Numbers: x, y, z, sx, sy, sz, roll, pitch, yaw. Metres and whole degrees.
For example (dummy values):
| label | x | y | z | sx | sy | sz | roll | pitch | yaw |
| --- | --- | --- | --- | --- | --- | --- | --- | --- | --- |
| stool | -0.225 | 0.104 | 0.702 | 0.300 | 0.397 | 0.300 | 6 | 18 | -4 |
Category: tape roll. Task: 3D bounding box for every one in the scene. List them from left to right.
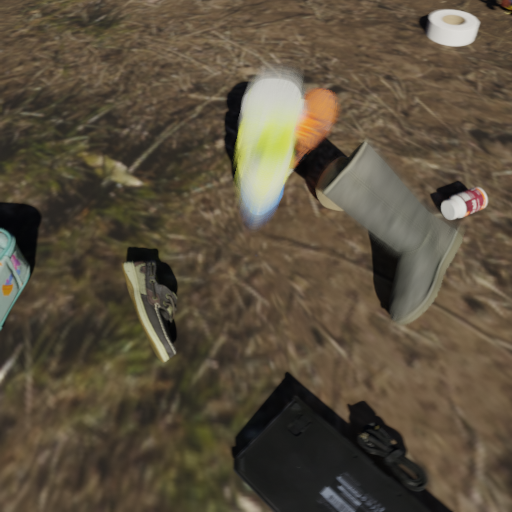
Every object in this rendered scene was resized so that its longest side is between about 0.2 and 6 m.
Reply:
| label | x | y | z | sx | sy | sz | roll | pitch | yaw |
| --- | --- | --- | --- | --- | --- | --- | --- | --- | --- |
| tape roll | 5.861 | -6.829 | 16.755 | 1.417 | 0.496 | 1.417 | 0 | 46 | 0 |

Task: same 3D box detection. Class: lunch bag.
| label | x | y | z | sx | sy | sz | roll | pitch | yaw |
| --- | --- | --- | --- | --- | --- | --- | --- | --- | --- |
| lunch bag | -5.454 | 0.745 | 9.263 | 2.378 | 1.143 | 2.965 | 9 | 48 | 8 |

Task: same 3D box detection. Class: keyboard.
| label | x | y | z | sx | sy | sz | roll | pitch | yaw |
| --- | --- | --- | --- | --- | --- | --- | --- | --- | --- |
| keyboard | 1.393 | 3.227 | 7.494 | 3.178 | 0.408 | 1.908 | 37 | 63 | 28 |

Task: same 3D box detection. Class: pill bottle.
| label | x | y | z | sx | sy | sz | roll | pitch | yaw |
| --- | --- | --- | --- | --- | --- | --- | --- | --- | --- |
| pill bottle | 4.222 | -1.053 | 11.390 | 0.839 | 0.479 | 0.479 | -21 | 51 | -19 |

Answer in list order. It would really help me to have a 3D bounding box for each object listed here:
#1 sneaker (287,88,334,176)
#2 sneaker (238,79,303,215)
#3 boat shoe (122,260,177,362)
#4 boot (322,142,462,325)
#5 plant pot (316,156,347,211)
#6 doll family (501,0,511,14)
| label | x | y | z | sx | sy | sz | roll | pitch | yaw |
| --- | --- | --- | --- | --- | --- | --- | --- | --- | --- |
| sneaker | 0.914 | -2.495 | 11.510 | 0.924 | 1.334 | 2.381 | 33 | 90 | -3 |
| sneaker | 0.138 | -1.991 | 10.458 | 1.117 | 1.550 | 2.950 | 13 | 51 | 1 |
| boat shoe | -1.698 | 0.795 | 9.468 | 0.722 | 0.785 | 2.198 | -22 | 46 | -13 |
| boot | 2.131 | -0.392 | 9.430 | 2.474 | 0.898 | 2.249 | 40 | 64 | -17 |
| plant pot | 1.628 | -1.330 | 11.162 | 0.730 | 1.087 | 1.087 | -27 | 33 | 38 |
| doll family | 8.450 | -7.975 | 17.702 | 1.990 | 0.781 | 1.150 | 11 | 52 | 17 |
